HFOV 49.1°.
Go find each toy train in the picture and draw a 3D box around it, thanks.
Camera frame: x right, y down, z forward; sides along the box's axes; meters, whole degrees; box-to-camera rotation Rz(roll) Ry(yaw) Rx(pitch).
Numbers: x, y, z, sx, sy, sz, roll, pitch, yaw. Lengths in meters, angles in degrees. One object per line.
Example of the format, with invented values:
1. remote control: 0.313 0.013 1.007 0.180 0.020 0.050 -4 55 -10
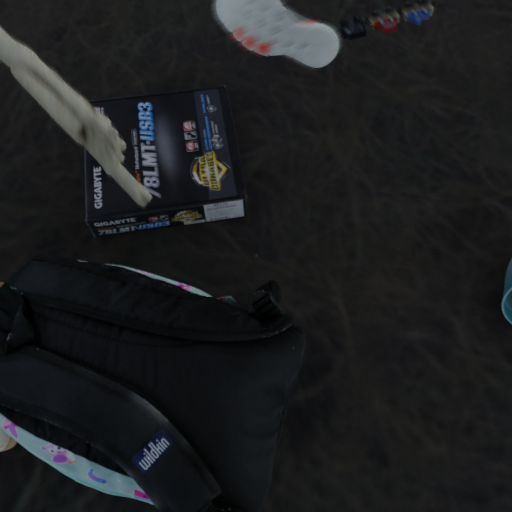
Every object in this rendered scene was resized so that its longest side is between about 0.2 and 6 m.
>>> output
1. toy train: 2.384 -4.296 10.230 1.765 0.301 0.404 -10 84 14

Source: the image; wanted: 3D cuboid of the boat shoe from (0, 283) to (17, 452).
1. boat shoe: -4.317 1.869 9.392 1.036 0.972 2.811 -11 65 21

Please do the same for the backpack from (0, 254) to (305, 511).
1. backpack: -1.822 1.899 8.185 4.392 2.780 3.665 20 53 -3

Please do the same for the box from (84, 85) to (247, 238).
1. box: -1.947 -2.061 11.730 3.152 0.789 3.176 -7 60 -5

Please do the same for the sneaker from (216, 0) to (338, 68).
1. sneaker: 0.259 -3.729 9.171 2.253 0.868 0.922 15 25 -33

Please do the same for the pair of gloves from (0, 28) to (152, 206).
1. pair of gloves: -2.829 -2.213 8.846 0.590 3.365 2.861 -44 82 -5

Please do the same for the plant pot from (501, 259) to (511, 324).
1. plant pot: 5.231 0.367 9.985 1.592 1.592 1.496 15 47 8
